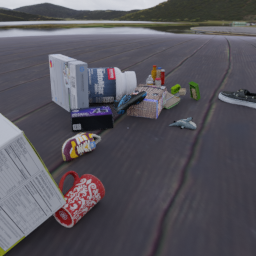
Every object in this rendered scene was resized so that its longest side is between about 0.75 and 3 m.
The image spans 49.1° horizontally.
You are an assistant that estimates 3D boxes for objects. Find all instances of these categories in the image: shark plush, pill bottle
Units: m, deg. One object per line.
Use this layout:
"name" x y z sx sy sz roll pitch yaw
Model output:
"shark plush" 2.110 -0.150 10.827 1.031 0.468 0.429 7 55 5
"pill bottle" -1.062 -2.066 13.489 2.784 1.665 1.665 -4 24 -8

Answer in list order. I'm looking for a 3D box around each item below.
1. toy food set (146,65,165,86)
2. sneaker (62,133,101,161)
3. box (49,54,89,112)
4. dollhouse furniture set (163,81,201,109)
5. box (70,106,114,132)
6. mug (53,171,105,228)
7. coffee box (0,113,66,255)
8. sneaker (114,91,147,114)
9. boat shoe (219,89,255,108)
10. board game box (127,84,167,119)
"toy food set" 1.662 -3.072 16.713 0.993 0.936 2.080 7 25 16
"sneaker" -1.446 0.551 8.850 0.731 0.608 1.622 2 24 19
"box" -2.689 -1.962 12.530 0.600 2.271 2.913 -14 27 -34
"dollhouse furniture set" 2.411 -1.380 13.591 2.237 0.864 1.118 -31 39 -15
"box" -1.440 -0.388 10.986 1.580 0.623 1.115 -6 20 -12
"mug" -1.214 1.586 6.333 0.971 0.730 1.094 28 37 16
"coffee box" -2.780 1.006 5.438 1.963 1.985 1.982 -38 41 -24
"sneaker" 0.074 -1.166 11.323 1.452 0.531 0.595 -29 69 5
"boat shoe" 5.598 -1.506 13.412 2.520 0.713 0.865 21 31 39
"board game box" 0.850 -1.208 12.345 1.338 0.812 1.678 9 33 18
